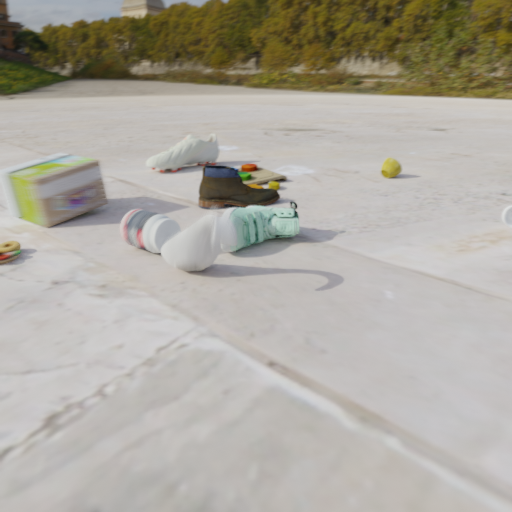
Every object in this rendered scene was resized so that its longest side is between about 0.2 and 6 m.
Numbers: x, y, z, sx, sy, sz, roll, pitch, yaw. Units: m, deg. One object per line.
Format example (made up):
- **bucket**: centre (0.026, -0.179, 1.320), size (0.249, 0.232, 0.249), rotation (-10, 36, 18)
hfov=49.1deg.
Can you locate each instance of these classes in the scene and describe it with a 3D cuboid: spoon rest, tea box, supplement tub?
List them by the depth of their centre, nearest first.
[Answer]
- **spoon rest**: centre (-0.958, -0.220, 9.864), size (1.065, 0.649, 2.143), rotation (10, -19, -27)
- **supplement tub**: centre (-2.145, -0.495, 11.363), size (1.115, 0.782, 0.782), rotation (15, 25, 40)
- **tea box**: centre (-4.983, -1.670, 13.798), size (1.771, 1.203, 1.800), rotation (16, 33, 36)

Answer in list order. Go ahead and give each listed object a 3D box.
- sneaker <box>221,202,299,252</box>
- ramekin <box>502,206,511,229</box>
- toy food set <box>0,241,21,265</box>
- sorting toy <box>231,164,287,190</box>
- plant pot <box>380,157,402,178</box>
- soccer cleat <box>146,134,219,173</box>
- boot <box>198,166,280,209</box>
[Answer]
- **sneaker**: centre (0.158, -0.647, 11.736), size (1.342, 0.837, 2.276), rotation (2, 18, 22)
- **ramekin**: centre (6.000, -0.921, 13.014), size (0.552, 0.552, 0.269), rotation (3, 13, 8)
- **toy food set**: centre (-5.161, -0.042, 11.085), size (0.951, 0.231, 0.942), rotation (-6, 22, -18)
- **sorting toy**: centre (-0.107, -2.453, 17.304), size (2.023, 0.363, 2.715), rotation (-12, 24, -28)
- **plant pot**: centre (4.237, -2.740, 17.861), size (0.463, 0.652, 0.652), rotation (-43, 39, -21)
- **soccer cleat**: centre (-2.515, -3.549, 19.164), size (2.878, 1.116, 0.997), rotation (-18, 27, -38)
- **boot**: centre (-0.420, -1.858, 14.700), size (2.235, 1.083, 0.835), rotation (-7, 22, -17)
